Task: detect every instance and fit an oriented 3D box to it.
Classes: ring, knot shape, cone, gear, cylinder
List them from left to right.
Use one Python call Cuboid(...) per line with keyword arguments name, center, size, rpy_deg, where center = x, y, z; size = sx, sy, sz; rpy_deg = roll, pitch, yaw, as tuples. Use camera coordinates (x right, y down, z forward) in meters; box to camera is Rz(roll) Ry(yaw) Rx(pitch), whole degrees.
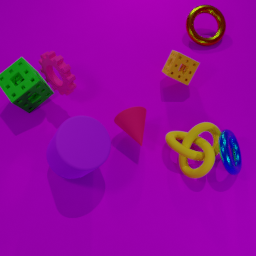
Cuboid(name="gear", center=(-1.937, -1.482, 7.683), size=(1.242, 1.242, 0.230), rpy_deg=(36, 57, 18))
Cuboid(name="cylinder", center=(-1.245, 0.514, 6.903), size=(1.309, 1.309, 1.309), rpy_deg=(9, 69, -23))
Cuboid(name="cone", center=(0.213, 0.073, 7.521), size=(0.946, 0.946, 0.950), rpy_deg=(-16, 66, -9))
Cuboid(name="knot shape", center=(1.698, 0.478, 7.542), size=(1.451, 0.717, 1.551), rpy_deg=(25, 67, 19))
Cuboid(name="ring", center=(2.702, -3.557, 9.707), size=(1.447, 0.289, 1.447), rpy_deg=(0, 88, -7))
Cuboid(name="ring", center=(2.681, 0.625, 7.320), size=(0.243, 1.216, 1.216), rpy_deg=(-15, 54, 35))

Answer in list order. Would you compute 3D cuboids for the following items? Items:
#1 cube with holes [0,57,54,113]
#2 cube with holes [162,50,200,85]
Cuboid(name="cube with holes", center=(-2.967, -1.214, 8.120), size=(0.969, 0.969, 0.969), rpy_deg=(-40, 73, -2))
Cuboid(name="cube with holes", center=(1.584, -1.843, 8.526), size=(0.730, 0.730, 0.730), rpy_deg=(22, 16, -14))
